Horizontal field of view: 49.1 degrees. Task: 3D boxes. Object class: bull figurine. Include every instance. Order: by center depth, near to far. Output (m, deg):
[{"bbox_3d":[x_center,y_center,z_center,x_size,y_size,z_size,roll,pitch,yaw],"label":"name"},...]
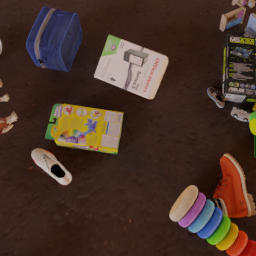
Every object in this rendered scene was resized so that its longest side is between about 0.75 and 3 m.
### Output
[{"bbox_3d":[-4.648,-0.626,9.059,1.647,2.714,0.884,-26,61,-21],"label":"bull figurine"}]

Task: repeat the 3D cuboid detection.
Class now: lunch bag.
[{"bbox_3d":[-2.981,-3.433,11.108,1.595,1.638,2.411,13,67,7],"label":"lunch bag"}]

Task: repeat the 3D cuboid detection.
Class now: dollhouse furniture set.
[{"bbox_3d":[4.834,-4.405,11.655,1.048,1.517,1.607,-26,58,-9],"label":"dollhouse furniture set"}]

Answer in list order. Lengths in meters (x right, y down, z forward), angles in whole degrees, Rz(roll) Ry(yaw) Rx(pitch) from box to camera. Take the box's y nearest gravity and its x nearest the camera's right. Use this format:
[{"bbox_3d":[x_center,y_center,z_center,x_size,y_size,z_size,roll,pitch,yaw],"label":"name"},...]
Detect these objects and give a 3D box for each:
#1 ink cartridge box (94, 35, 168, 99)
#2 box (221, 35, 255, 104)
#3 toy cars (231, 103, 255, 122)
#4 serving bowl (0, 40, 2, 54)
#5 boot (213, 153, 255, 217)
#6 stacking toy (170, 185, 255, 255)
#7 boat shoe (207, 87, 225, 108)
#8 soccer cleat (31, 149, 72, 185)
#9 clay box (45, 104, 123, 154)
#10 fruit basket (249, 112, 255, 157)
[{"bbox_3d":[0.142,-2.257,10.538,2.296,0.965,1.671,23,100,11],"label":"ink cartridge box"},{"bbox_3d":[5.181,-2.242,10.986,2.824,0.671,2.727,7,67,4],"label":"box"},{"bbox_3d":[4.633,-0.537,10.444,1.609,0.356,0.721,-11,60,-2],"label":"toy cars"},{"bbox_3d":[-5.943,-3.225,11.642,1.502,0.494,1.502,0,65,-1],"label":"serving bowl"},{"bbox_3d":[3.218,1.862,9.072,1.116,0.781,2.081,-11,66,0],"label":"boot"},{"bbox_3d":[2.753,3.045,8.351,2.940,1.255,1.255,36,69,9],"label":"stacking toy"},{"bbox_3d":[3.428,-1.244,10.767,0.346,0.346,0.957,-29,68,-13],"label":"boat shoe"},{"bbox_3d":[-2.580,1.218,9.353,1.771,0.754,0.608,39,70,16],"label":"soccer cleat"},{"bbox_3d":[-1.503,0.009,9.914,2.509,0.597,1.442,9,67,1],"label":"clay box"},{"bbox_3d":[4.673,0.046,9.584,1.832,1.321,1.832,6,66,-14],"label":"fruit basket"}]
